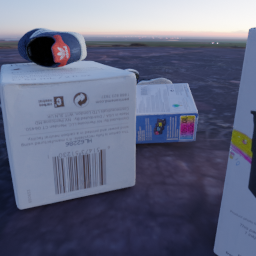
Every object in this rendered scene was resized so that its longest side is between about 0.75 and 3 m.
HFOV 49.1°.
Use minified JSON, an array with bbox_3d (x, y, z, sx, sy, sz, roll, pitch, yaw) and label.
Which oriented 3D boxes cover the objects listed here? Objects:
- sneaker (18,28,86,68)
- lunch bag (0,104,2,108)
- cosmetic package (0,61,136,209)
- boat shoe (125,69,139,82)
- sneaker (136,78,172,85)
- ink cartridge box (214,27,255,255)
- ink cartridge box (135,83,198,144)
[{"bbox_3d":[-1.763,-1.556,5.495,1.982,0.743,0.838,9,30,39],"label":"sneaker"},{"bbox_3d":[-3.318,-1.142,10.452,2.777,1.070,2.227,-7,23,-18],"label":"lunch bag"},{"bbox_3d":[-1.354,-0.142,5.894,2.249,2.236,2.688,-8,20,-22],"label":"cosmetic package"},{"bbox_3d":[-0.355,-2.273,14.026,2.743,0.941,0.776,-24,36,-36],"label":"boat shoe"},{"bbox_3d":[1.276,-2.280,14.243,1.790,0.654,1.002,-3,21,-5],"label":"sneaker"},{"bbox_3d":[2.331,0.257,3.656,1.279,2.987,2.204,19,27,41],"label":"ink cartridge box"},{"bbox_3d":[0.474,-0.439,7.851,2.615,0.998,1.784,-1,33,3],"label":"ink cartridge box"}]
